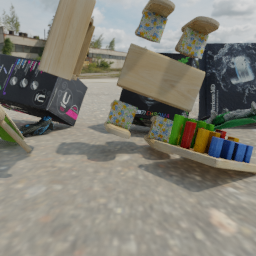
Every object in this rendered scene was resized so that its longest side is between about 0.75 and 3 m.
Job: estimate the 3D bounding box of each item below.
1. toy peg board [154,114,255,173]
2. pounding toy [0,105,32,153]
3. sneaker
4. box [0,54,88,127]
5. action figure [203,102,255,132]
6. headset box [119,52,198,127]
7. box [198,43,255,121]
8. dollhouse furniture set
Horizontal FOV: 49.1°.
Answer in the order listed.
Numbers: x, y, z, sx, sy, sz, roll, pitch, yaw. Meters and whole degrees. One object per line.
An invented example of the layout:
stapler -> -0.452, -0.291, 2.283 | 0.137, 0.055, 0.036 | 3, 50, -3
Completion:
toy peg board -> 1.473, 0.245, 5.012 | 1.404, 0.687, 1.398 | 11, 2, -38
pounding toy -> -3.056, -0.012, 6.370 | 0.820, 1.364, 1.767 | -36, 32, -17
sneaker -> -2.515, 0.059, 7.644 | 1.006, 0.412, 0.368 | -23, 37, -16
box -> -2.903, -1.171, 8.634 | 2.692, 1.428, 1.646 | 13, -11, 21
action figure -> 2.366, -0.191, 7.032 | 1.183, 0.548, 2.002 | -17, -5, -43
headset box -> 0.893, -1.124, 8.077 | 1.871, 2.149, 0.997 | 10, -13, 24
box -> 3.565, -1.418, 9.094 | 2.371, 2.332, 1.392 | 0, -3, 4
dollhouse furniture set -> 0.100, -1.172, 5.374 | 2.993, 2.750, 1.948 | 19, 5, -10
